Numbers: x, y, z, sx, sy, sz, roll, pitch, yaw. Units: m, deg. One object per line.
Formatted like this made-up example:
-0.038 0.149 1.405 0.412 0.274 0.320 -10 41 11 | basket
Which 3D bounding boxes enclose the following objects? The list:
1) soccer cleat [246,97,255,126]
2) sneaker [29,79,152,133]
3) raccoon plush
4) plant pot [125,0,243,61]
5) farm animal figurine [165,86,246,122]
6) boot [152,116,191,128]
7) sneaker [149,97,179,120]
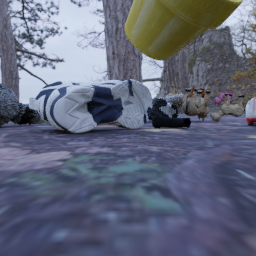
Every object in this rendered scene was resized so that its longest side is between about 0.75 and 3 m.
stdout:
4.060 -0.529 8.827 0.694 0.861 2.021 2 4 28 | soccer cleat
-0.906 -0.582 6.607 1.941 1.191 2.983 14 21 39 | sneaker
-3.167 -0.616 7.198 2.968 1.436 1.989 -2 12 -37 | raccoon plush
1.064 -2.833 6.560 2.280 2.280 2.145 -2 -31 -36 | plant pot
3.220 -0.896 11.699 2.577 1.359 2.606 -2 15 -32 | farm animal figurine
1.096 -0.135 6.914 0.703 0.317 0.857 2 0 40 | boot
1.178 -0.725 12.071 1.318 0.968 2.914 -2 -1 26 | sneaker
